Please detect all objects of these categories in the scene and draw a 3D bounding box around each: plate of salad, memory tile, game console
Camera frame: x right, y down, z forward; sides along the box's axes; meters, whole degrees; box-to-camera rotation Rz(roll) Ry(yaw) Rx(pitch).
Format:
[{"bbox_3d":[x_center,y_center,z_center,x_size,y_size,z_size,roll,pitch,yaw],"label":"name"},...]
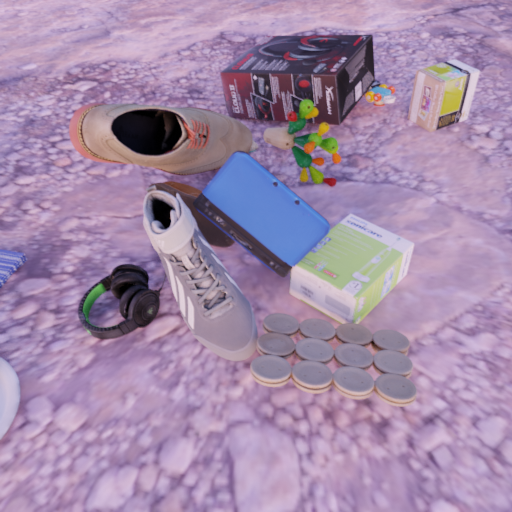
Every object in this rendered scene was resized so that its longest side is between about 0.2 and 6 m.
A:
[{"bbox_3d":[-4.037,1.909,6.989,2.043,0.491,2.043,1,41,-1],"label":"plate of salad"},{"bbox_3d":[1.019,1.320,7.360,2.066,0.173,1.584,8,27,5],"label":"memory tile"},{"bbox_3d":[0.031,-0.606,8.430,1.760,1.502,1.041,40,89,-8],"label":"game console"}]

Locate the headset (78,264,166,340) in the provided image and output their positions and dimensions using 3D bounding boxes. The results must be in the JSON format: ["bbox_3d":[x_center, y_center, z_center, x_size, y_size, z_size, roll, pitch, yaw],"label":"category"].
[{"bbox_3d":[-1.774,0.652,8.476,1.772,0.833,1.094,-29,47,-9],"label":"headset"}]

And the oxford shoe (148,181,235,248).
[{"bbox_3d":[-0.989,-0.857,9.996,2.126,0.758,0.758,34,40,31],"label":"oxford shoe"}]

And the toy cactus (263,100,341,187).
[{"bbox_3d":[0.819,-2.106,10.671,1.537,1.862,0.952,17,64,31],"label":"toy cactus"}]

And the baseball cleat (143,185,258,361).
[{"bbox_3d":[-0.895,0.233,7.679,0.931,1.421,2.671,-34,72,-4],"label":"baseball cleat"}]

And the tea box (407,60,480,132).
[{"bbox_3d":[4.244,-3.652,12.762,1.194,1.214,0.811,-22,46,-23],"label":"tea box"}]

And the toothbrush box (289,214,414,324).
[{"bbox_3d":[1.489,0.194,8.763,1.207,0.713,1.657,29,49,29],"label":"toothbrush box"}]

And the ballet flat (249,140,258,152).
[{"bbox_3d":[-0.636,-2.671,12.208,1.504,0.469,0.507,22,41,22],"label":"ballet flat"}]

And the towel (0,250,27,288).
[{"bbox_3d":[-4.594,0.450,8.925,1.195,0.197,1.651,8,40,12],"label":"towel"}]

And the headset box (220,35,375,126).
[{"bbox_3d":[0.864,-4.168,13.049,3.172,1.190,2.358,12,44,28],"label":"headset box"}]

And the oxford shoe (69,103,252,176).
[{"bbox_3d":[-1.362,-2.097,10.286,3.755,1.323,1.404,-10,15,-40],"label":"oxford shoe"}]

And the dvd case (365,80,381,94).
[{"bbox_3d":[2.164,-4.384,14.369,1.657,0.205,1.245,-26,48,-26],"label":"dvd case"}]

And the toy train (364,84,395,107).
[{"bbox_3d":[2.469,-3.616,13.263,1.639,0.456,1.231,1,40,15],"label":"toy train"}]
